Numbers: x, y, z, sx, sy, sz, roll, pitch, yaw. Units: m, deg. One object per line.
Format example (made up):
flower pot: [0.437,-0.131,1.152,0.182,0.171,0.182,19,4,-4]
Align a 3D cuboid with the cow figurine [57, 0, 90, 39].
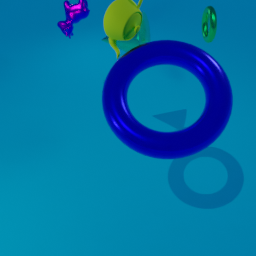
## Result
cow figurine: [-1.591,-3.243,8.291,1.044,1.027,0.573,-9,1,13]

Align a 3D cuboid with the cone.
cone: [-0.118,-1.990,6.223,1.029,1.025,1.025,2,43,18]

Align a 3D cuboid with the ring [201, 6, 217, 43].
ring: [2.493,-3.183,8.629,0.218,1.088,1.088,-5,44,0]

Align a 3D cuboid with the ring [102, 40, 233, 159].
ring: [0.589,-0.495,4.333,2.002,0.400,2.002,-1,70,3]

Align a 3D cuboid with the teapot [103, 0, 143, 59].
teapot: [-0.061,-1.789,4.827,0.570,1.164,0.724,37,25,18]
